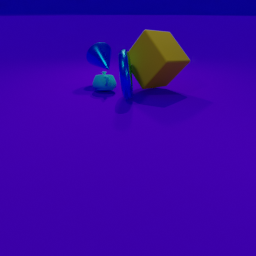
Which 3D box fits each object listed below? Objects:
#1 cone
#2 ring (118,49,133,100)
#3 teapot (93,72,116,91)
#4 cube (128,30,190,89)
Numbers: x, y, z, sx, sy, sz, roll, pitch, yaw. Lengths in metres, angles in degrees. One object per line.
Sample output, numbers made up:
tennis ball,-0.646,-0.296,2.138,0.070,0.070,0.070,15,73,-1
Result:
cone,-0.892,-2.448,10.361,1.023,1.023,1.027,-11,51,-24
ring,-0.057,-1.686,8.899,0.316,1.579,1.579,-5,24,5
teapot,-0.844,-1.657,9.937,0.840,0.661,1.351,-2,5,-13
cube,0.981,-2.352,9.694,1.394,1.394,1.394,-15,68,-44
